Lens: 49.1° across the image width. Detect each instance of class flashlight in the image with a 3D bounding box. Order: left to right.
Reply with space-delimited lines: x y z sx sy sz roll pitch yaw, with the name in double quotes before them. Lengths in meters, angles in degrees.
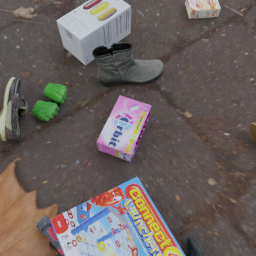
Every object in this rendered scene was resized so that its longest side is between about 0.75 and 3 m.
"flashlight" -1.987 3.066 7.891 1.382 0.470 0.468 42 45 20

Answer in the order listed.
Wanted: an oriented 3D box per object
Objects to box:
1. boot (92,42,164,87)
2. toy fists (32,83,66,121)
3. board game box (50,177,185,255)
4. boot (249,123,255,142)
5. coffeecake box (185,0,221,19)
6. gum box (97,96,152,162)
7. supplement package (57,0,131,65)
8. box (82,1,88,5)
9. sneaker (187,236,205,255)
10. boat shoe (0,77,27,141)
"boot" 0.100 -2.320 9.948 2.598 1.697 0.880 -11 63 -6
"toy fists" -2.687 -0.907 9.911 0.764 0.515 1.499 17 65 16
"board game box" -0.262 3.080 7.403 2.670 0.762 2.727 -23 63 -22
"boot" 4.961 0.185 9.297 1.308 0.623 1.690 -39 80 -19
"coffeecake box" 3.232 -5.293 12.175 1.270 0.464 0.975 -5 63 -3
"gum box" -0.074 -0.050 9.348 1.159 0.675 2.042 19 64 11
"supplement package" -1.242 -3.951 10.959 1.437 1.384 2.527 42 69 19
"box" -1.688 -4.896 11.968 0.748 0.474 0.776 31 67 14
"sneaker" 1.794 3.706 7.522 0.681 0.570 1.500 -13 61 1
"boat shoe" -3.873 -0.647 9.643 0.785 0.887 2.422 4 65 -11
